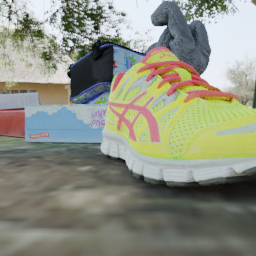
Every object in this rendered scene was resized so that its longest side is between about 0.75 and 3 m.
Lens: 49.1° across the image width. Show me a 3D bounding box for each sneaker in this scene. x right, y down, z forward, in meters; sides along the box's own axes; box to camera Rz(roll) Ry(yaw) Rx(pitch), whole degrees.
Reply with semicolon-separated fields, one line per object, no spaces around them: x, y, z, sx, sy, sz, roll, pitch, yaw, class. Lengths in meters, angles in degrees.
0.289;-0.154;1.983;0.786;0.908;2.010;0;4;-28;sneaker

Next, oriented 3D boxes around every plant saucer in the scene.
-1.847;-0.167;6.771;2.895;0.532;2.900;2;3;43;plant saucer

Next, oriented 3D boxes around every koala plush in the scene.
1.261;-2.381;9.622;2.300;2.383;2.594;13;-29;-41;koala plush

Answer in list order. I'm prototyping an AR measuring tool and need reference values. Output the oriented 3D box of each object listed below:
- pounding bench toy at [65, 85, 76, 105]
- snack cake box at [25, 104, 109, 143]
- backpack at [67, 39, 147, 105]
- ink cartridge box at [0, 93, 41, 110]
-1.509;-0.989;12.011;2.172;1.694;1.350;2;3;40;pounding bench toy
-0.600;-0.081;4.298;1.640;0.551;0.943;0;1;9;snack cake box
-0.155;-1.098;8.597;2.815;2.069;2.576;5;-10;-32;backpack
-3.814;-0.432;7.871;2.274;0.534;2.248;-9;-5;-28;ink cartridge box
